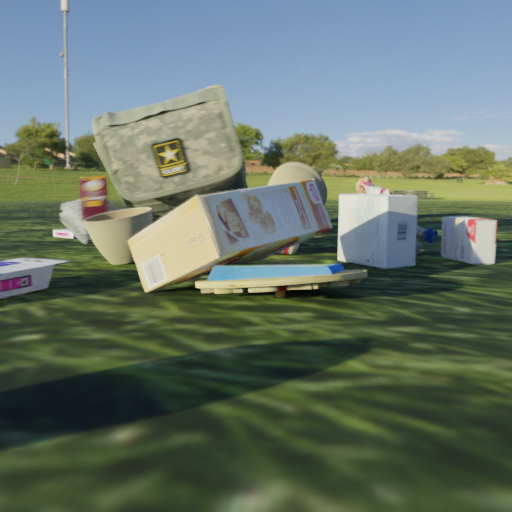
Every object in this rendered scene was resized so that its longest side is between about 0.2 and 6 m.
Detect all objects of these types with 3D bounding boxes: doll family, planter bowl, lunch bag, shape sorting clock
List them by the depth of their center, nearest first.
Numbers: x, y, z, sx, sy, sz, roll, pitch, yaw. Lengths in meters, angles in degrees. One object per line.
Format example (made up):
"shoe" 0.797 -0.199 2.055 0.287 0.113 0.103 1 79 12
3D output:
"shape sorting clock" 0.267 0.271 6.101 1.858 0.364 1.858 0 1 0
"doll family" 2.174 -0.574 9.753 1.209 0.877 1.947 32 -2 45
"lunch bag" -1.580 -1.956 11.361 2.582 1.851 3.149 -14 -24 1
"planter bowl" 1.112 -1.788 17.610 1.938 1.938 1.304 4 36 28

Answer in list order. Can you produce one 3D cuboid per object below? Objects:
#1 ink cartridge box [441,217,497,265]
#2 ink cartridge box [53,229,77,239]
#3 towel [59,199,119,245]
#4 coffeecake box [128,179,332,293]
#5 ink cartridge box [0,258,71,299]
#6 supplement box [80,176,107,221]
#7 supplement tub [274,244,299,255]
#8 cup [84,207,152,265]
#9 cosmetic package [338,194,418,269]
"ink cartridge box" 3.413 -0.266 9.036 0.411 0.708 0.959 -1 8 -10
"ink cartridge box" -4.241 -0.519 13.104 1.073 0.199 0.508 3 7 39
"towel" -3.405 -0.748 11.668 0.990 0.511 1.195 -23 45 -37
"coffeecake box" -0.280 -0.255 6.546 1.870 0.683 1.435 -15 -7 -44
"ink cartridge box" -3.041 0.279 6.268 0.870 0.341 1.837 3 10 26
"supplement box" -3.280 -1.168 11.319 0.505 0.392 0.915 -4 49 -12
"supplement tub" -0.062 -0.564 9.742 1.570 1.102 1.102 0 7 -5
"cup" -2.085 -0.291 8.756 1.048 0.749 1.048 -8 14 2
"cosmetic package" 1.852 -0.412 8.690 0.664 1.076 1.080 -4 8 -32
